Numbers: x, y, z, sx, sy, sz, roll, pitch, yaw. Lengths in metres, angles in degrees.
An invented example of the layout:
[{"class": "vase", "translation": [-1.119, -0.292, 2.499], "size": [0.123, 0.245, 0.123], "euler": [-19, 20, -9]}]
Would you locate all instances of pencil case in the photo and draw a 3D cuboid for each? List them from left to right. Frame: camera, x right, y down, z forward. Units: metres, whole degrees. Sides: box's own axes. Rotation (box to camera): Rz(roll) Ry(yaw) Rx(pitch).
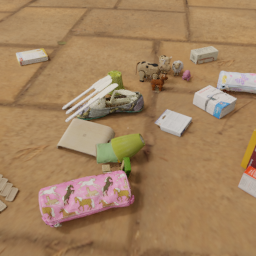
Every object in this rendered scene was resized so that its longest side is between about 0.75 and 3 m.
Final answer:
[{"class": "pencil case", "translation": [-1.064, 1.815, 7.345], "size": [2.394, 1.036, 0.991], "euler": [-13, 3, -15]}, {"class": "pencil case", "translation": [4.816, -1.910, 11.778], "size": [2.028, 0.843, 0.920], "euler": [5, 26, 4]}]

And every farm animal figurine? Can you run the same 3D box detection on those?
[{"class": "farm animal figurine", "translation": [1.648, -2.692, 12.495], "size": [2.211, 1.112, 1.785], "euler": [-26, 47, -27]}]

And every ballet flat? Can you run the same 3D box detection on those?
[{"class": "ballet flat", "translation": [-0.696, -0.997, 10.677], "size": [2.701, 0.971, 0.971], "euler": [-9, 41, -10]}]

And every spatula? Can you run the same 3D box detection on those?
[{"class": "spatula", "translation": [-1.481, -1.153, 10.613], "size": [2.301, 0.185, 1.600], "euler": [-37, 34, 1]}]

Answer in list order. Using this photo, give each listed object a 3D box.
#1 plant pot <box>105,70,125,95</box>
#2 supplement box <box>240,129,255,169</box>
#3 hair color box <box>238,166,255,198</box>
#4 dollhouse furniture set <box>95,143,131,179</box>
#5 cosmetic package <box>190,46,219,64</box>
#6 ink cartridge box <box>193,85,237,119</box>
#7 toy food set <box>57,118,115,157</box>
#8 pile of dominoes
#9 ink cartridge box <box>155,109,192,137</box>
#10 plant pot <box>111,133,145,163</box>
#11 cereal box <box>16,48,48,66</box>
[{"class": "plant pot", "translation": [-0.556, -1.947, 11.818], "size": [0.874, 0.804, 0.874], "euler": [0, 39, 0]}, {"class": "supplement box", "translation": [5.096, 0.684, 8.240], "size": [2.290, 1.520, 2.258], "euler": [-30, 49, -30]}, {"class": "hair color box", "translation": [3.799, 1.686, 7.736], "size": [1.306, 0.663, 0.400], "euler": [32, 50, 31]}, {"class": "dollhouse furniture set", "translation": [-0.476, 0.855, 8.403], "size": [0.881, 0.675, 1.344], "euler": [-2, 54, -13]}, {"class": "cosmetic package", "translation": [3.819, -3.657, 14.071], "size": [1.233, 0.538, 0.637], "euler": [-14, 42, -15]}, {"class": "ink cartridge box", "translation": [3.386, -1.041, 11.000], "size": [0.965, 0.566, 1.318], "euler": [-29, 50, -29]}, {"class": "toy food set", "translation": [-1.420, 0.405, 9.452], "size": [1.691, 0.511, 1.213], "euler": [14, 54, 17]}, {"class": "pile of dominoes", "translation": [-4.118, 1.876, 7.950], "size": [1.839, 0.293, 1.433], "euler": [31, 48, 20]}, {"class": "ink cartridge box", "translation": [1.659, -0.201, 10.279], "size": [1.052, 0.214, 1.050], "euler": [23, 46, 25]}, {"class": "plant pot", "translation": [0.055, 0.530, 8.706], "size": [0.880, 0.823, 0.823], "euler": [-27, 39, 13]}, {"class": "cereal box", "translation": [-4.873, -3.618, 14.216], "size": [1.434, 0.283, 1.032], "euler": [-16, 43, -18]}]
